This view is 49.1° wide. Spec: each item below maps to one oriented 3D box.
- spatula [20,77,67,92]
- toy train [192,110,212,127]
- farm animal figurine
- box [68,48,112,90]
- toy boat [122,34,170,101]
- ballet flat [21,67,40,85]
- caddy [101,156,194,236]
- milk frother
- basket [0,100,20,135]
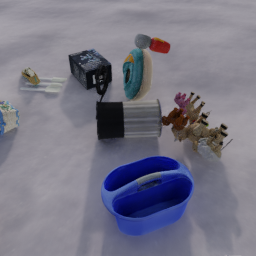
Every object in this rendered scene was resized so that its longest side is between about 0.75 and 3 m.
[{"bbox_3d":[-3.846,-2.000,12.675,1.861,0.149,1.294,5,43,5],"label":"spatula"},{"bbox_3d":[2.725,-0.227,9.889,0.816,0.472,0.345,-37,33,12],"label":"toy train"},{"bbox_3d":[2.245,0.010,9.585,2.507,1.322,2.535,39,34,14],"label":"farm animal figurine"},{"bbox_3d":[-1.734,-2.746,12.885,1.337,0.964,1.801,-23,47,-24],"label":"box"},{"bbox_3d":[0.451,-2.571,11.068,1.330,2.861,2.405,10,60,-19],"label":"toy boat"},{"bbox_3d":[-4.513,-2.531,12.922,0.568,0.521,1.655,-31,47,-25],"label":"ballet flat"},{"bbox_3d":[0.532,1.720,7.651,2.551,1.339,1.804,-16,45,-17],"label":"caddy"},{"bbox_3d":[-0.027,-0.911,9.834,2.216,2.356,2.126,-3,39,-4],"label":"milk frother"},{"bbox_3d":[-4.884,-0.399,10.181,1.371,1.082,1.555,34,42,31],"label":"basket"}]
